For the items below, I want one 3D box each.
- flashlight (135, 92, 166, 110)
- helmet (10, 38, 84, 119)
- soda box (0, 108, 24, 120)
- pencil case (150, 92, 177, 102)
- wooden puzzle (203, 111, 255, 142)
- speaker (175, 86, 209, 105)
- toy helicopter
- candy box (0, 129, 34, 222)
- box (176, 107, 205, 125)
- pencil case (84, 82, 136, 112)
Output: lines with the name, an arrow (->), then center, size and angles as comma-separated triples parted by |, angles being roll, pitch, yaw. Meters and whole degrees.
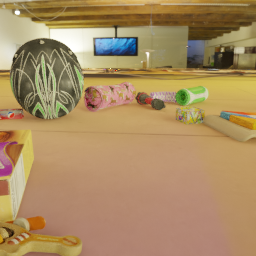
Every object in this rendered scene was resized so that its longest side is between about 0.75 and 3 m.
flashlight -> 0.962, -1.237, 12.733 | 0.626, 0.628, 1.848 | -31, 24, -12
helmet -> -2.892, -1.731, 10.129 | 2.833, 2.833, 2.700 | -3, 12, -13
soda box -> -4.513, -0.515, 10.458 | 1.117, 0.354, 0.391 | -3, 14, -10
pencil case -> 1.741, -1.493, 13.853 | 1.370, 0.586, 0.575 | -3, -23, -10
wooden puzzle -> 4.127, -0.169, 8.882 | 2.674, 0.498, 2.474 | -3, 16, -12
speaker -> 3.141, -1.585, 13.599 | 0.852, 0.852, 1.927 | 14, 20, 42
toy helicopter -> -1.224, 1.368, 3.426 | 1.322, 0.521, 0.874 | 9, 5, -8
candy box -> -2.637, 0.741, 4.944 | 1.579, 0.764, 2.706 | -3, 14, -11
box -> 2.217, -0.462, 10.040 | 0.735, 0.465, 0.763 | -5, 16, -18
pencil case -> -0.759, -1.441, 12.533 | 1.171, 1.120, 2.706 | 38, 32, 23
